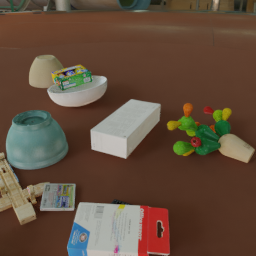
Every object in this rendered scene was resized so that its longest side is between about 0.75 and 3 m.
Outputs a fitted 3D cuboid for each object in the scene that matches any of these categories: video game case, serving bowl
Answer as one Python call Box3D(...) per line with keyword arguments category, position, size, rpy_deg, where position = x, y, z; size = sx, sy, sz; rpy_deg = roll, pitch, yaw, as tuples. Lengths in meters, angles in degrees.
Box3D(category="video game case", position=(-1.672, 1.660, 6.778), size=(0.767, 0.093, 0.842), rpy_deg=(2, 30, -10))
Box3D(category="serving bowl", position=(-2.034, -1.462, 11.699), size=(2.464, 0.811, 2.464), rpy_deg=(-7, 24, 3))

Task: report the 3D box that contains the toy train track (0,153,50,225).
Box3D(category="toy train track", position=(-3.038, 1.297, 7.164), size=(1.704, 0.483, 2.971), rpy_deg=(-18, 33, -30))

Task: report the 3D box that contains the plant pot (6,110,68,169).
Box3D(category="plant pot", position=(-2.764, 0.208, 8.365), size=(1.819, 1.219, 1.819), rpy_deg=(0, 28, 0))

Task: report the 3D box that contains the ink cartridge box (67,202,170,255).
Box3D(category="ink cartridge box", position=(-0.138, 2.089, 5.458), size=(1.824, 0.613, 1.060), rpy_deg=(3, 36, 4))

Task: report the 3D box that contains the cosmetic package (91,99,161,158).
Box3D(category="cosmetic package", position=(0.043, -0.088, 9.270), size=(1.208, 0.741, 2.926), rpy_deg=(11, 28, 23))

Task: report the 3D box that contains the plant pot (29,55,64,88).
Box3D(category="plant pot", position=(-4.071, -2.944, 14.110), size=(1.898, 1.274, 1.898), rpy_deg=(0, 29, 0))

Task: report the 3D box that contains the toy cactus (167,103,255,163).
Box3D(category="toy cactus", position=(2.673, 0.150, 8.597), size=(2.432, 1.507, 2.947), rpy_deg=(30, 30, 27))

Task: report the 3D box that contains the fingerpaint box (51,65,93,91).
Box3D(category="fingerpaint box", position=(-2.409, -2.192, 11.990), size=(1.385, 0.508, 1.155), rpy_deg=(-21, 35, -23))

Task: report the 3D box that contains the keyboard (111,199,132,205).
Box3D(category="keyboard", position=(0.063, 1.960, 6.296), size=(1.153, 0.148, 0.693), rpy_deg=(12, 31, 23))
